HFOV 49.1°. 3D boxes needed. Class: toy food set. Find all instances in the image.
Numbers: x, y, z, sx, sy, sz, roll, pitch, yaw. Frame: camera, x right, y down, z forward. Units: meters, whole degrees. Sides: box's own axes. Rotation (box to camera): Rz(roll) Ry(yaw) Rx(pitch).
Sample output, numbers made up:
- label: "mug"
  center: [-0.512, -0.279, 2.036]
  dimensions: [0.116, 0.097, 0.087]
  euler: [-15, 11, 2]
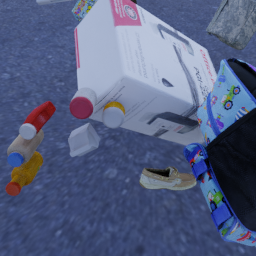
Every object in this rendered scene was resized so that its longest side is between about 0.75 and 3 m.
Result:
- label: "toy food set"
  center: [-0.989, 0.142, 3.958]
  dimensions: [1.928, 0.920, 0.867]
  euler: [-25, 22, 14]

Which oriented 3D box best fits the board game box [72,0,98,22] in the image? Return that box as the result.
- label: "board game box"
  center: [-0.897, -3.402, 8.582]
  dimensions: [1.380, 0.723, 0.711]
  euler: [30, 92, 0]

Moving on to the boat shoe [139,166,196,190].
- label: "boat shoe"
  center: [0.819, 0.963, 5.494]
  dimensions: [1.172, 0.389, 0.434]
  euler: [1, 18, -17]

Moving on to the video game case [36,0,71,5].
- label: "video game case"
  center: [-1.653, -4.262, 7.613]
  dimensions: [1.610, 0.207, 1.771]
  euler: [3, 80, 22]

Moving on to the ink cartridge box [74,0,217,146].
- label: "ink cartridge box"
  center: [0.556, -1.006, 5.576]
  dimensions: [2.952, 1.252, 2.150]
  euler: [17, 52, -39]

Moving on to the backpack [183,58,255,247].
- label: "backpack"
  center: [1.897, 0.242, 4.056]
  dimensions: [2.221, 1.636, 2.432]
  euler: [19, 38, -35]

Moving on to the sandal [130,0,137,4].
- label: "sandal"
  center: [-0.027, -3.877, 8.162]
  dimensions: [0.258, 0.947, 0.387]
  euler: [-11, 83, 24]

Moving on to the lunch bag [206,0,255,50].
- label: "lunch bag"
  center: [3.288, -3.394, 8.718]
  dimensions: [1.264, 1.508, 1.050]
  euler: [18, 24, -25]
